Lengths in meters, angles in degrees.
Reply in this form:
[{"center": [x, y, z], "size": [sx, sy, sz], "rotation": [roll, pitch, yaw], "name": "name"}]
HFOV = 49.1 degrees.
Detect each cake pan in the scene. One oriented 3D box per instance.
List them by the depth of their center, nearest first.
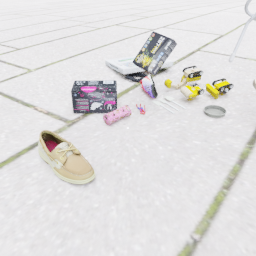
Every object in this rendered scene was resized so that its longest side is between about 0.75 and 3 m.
[{"center": [3.307, -0.626, 10.671], "size": [0.850, 0.156, 0.850], "rotation": [0, 32, 0], "name": "cake pan"}]

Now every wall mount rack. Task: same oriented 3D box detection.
[{"center": [3.934, -2.567, 7.664], "size": [2.421, 2.104, 0.903], "rotation": [13, 54, -30], "name": "wall mount rack"}]

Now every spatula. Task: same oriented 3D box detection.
[{"center": [1.695, -0.947, 11.249], "size": [0.887, 0.102, 1.276], "rotation": [-19, 36, -29], "name": "spatula"}]

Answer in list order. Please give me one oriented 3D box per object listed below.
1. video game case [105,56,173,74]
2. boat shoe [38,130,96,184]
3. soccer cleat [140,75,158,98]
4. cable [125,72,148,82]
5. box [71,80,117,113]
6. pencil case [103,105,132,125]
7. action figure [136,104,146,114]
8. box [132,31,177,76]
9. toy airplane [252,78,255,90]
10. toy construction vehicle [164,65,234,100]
[{"center": [0.528, -3.414, 14.724], "size": [2.793, 0.331, 2.543], "rotation": [-13, 27, -21], "name": "video game case"}, {"center": [-1.826, 0.760, 7.838], "size": [2.343, 0.778, 0.867], "rotation": [25, 40, 34], "name": "boat shoe"}, {"center": [0.896, -1.729, 12.215], "size": [0.604, 0.563, 1.650], "rotation": [-23, 36, 12], "name": "soccer cleat"}, {"center": [0.388, -2.442, 13.556], "size": [1.105, 0.281, 0.901], "rotation": [-6, 37, -14], "name": "cable"}, {"center": [-1.266, -1.223, 10.870], "size": [1.688, 0.969, 1.116], "rotation": [0, 30, -2], "name": "box"}, {"center": [-0.382, -0.472, 10.142], "size": [1.101, 0.476, 0.456], "rotation": [-26, 60, -34], "name": "pencil case"}, {"center": [0.511, -0.801, 10.777], "size": [0.249, 0.377, 0.763], "rotation": [-8, 35, -12], "name": "action figure"}, {"center": [0.933, -2.671, 10.021], "size": [1.109, 1.376, 0.338], "rotation": [40, 7, 37], "name": "box"}, {"center": [5.975, -0.923, 9.332], "size": [2.874, 2.028, 2.861], "rotation": [-7, 47, -32], "name": "toy airplane"}, {"center": [3.002, -1.788, 12.138], "size": [2.288, 0.806, 1.992], "rotation": [-19, 48, -23], "name": "toy construction vehicle"}]
